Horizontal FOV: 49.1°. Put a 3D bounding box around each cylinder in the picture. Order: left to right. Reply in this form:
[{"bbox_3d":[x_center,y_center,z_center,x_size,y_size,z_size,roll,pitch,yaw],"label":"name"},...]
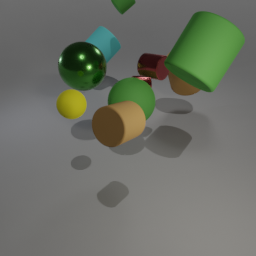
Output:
[{"bbox_3d":[-1.291,-3.767,13.164,1.400,1.400,1.400,-48,45,-4],"label":"cylinder"},{"bbox_3d":[-0.154,-0.087,4.904,0.700,0.700,0.700,19,22,27],"label":"cylinder"},{"bbox_3d":[-0.181,-4.905,10.843,0.700,0.700,0.700,-40,35,6],"label":"cylinder"},{"bbox_3d":[0.522,-1.778,11.372,0.700,0.700,0.700,-5,32,-17],"label":"cylinder"},{"bbox_3d":[0.744,-1.775,8.089,0.700,0.700,0.700,19,36,36],"label":"cylinder"},{"bbox_3d":[2.252,-2.224,10.938,1.400,1.400,1.400,-10,53,13],"label":"cylinder"},{"bbox_3d":[1.821,-1.807,6.787,1.400,1.400,1.400,31,5,-3],"label":"cylinder"}]

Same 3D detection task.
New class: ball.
[{"bbox_3d":[-1.327,-0.556,6.586,0.700,0.700,0.700,0,32,0],"label":"ball"},{"bbox_3d":[-1.317,-1.782,8.138,1.400,1.400,1.400,0,32,0],"label":"ball"},{"bbox_3d":[0.104,-0.775,8.221,1.400,1.400,1.400,0,32,0],"label":"ball"}]
